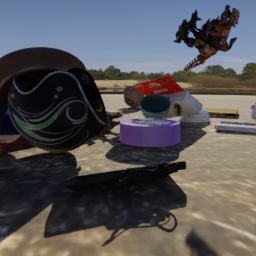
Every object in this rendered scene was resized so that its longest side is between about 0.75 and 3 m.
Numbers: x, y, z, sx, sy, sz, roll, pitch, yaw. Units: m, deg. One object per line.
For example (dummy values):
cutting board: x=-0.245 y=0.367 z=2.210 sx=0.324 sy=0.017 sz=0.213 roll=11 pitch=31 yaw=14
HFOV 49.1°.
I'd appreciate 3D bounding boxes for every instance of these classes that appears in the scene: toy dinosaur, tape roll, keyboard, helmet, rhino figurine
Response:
toy dinosaur: x=2.303 y=-2.659 z=8.503 sx=1.591 sy=2.344 sz=1.197 roll=37 pitch=28 yaw=6
tape roll: x=0.672 y=0.099 z=8.687 sx=1.859 sy=0.610 sz=1.859 roll=1 pitch=9 yaw=0
keyboard: x=0.033 y=0.908 z=4.808 sx=2.105 sy=0.417 sz=1.095 roll=-5 pitch=-13 yaw=-24
helmet: x=-1.829 y=-0.475 z=7.095 sx=2.141 sy=2.246 sz=2.246 roll=-24 pitch=5 yaw=10
rhino figurine: x=-1.059 y=-0.133 z=10.077 sx=0.942 sy=0.644 sz=2.154 roll=-5 pitch=7 yaw=34

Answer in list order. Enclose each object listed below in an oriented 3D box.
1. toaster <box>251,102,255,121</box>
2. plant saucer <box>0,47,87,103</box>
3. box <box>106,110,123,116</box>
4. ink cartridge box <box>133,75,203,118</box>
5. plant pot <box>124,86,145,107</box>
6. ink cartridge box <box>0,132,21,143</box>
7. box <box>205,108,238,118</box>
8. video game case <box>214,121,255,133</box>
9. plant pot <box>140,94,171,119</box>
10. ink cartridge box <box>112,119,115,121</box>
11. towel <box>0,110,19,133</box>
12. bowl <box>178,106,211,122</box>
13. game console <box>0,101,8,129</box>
toaster: x=5.813 y=-0.546 z=11.110 sx=1.141 sy=1.004 sz=1.767 roll=-7 pitch=29 yaw=-39
plant saucer: x=-2.596 y=-1.170 z=8.289 sx=2.934 sy=0.505 sz=2.934 roll=-15 pitch=-26 yaw=-8
box: x=-1.178 y=-0.828 z=15.642 sx=1.601 sy=0.332 sz=0.953 roll=7 pitch=11 yaw=26
ink cartridge box: x=1.693 y=-1.321 z=12.937 sx=2.316 sy=0.581 sz=2.668 roll=32 pitch=-19 yaw=-29
plant pot: x=0.355 y=-2.223 z=21.459 sx=1.916 sy=1.916 sz=0.884 roll=7 pitch=50 yaw=40
ink cartridge box: x=-3.744 y=0.294 z=8.861 sx=0.858 sy=0.265 sz=1.058 roll=7 pitch=2 yaw=43
box: x=5.306 y=-0.902 z=16.292 sx=1.992 sy=0.259 sz=2.437 roll=4 pitch=9 yaw=23
video game case: x=4.348 y=-0.054 z=10.970 sx=1.655 sy=0.193 sz=1.505 roll=5 pitch=11 yaw=25
plant pot: x=1.199 y=-0.754 z=12.448 sx=1.331 sy=0.891 sz=1.331 roll=-1 pitch=44 yaw=1
ink cartridge box: x=-1.445 y=-0.174 z=11.381 sx=1.448 sy=0.363 sz=1.165 roll=-6 pitch=10 yaw=-41
towel: x=-3.463 y=-0.142 z=9.529 sx=2.875 sy=0.712 sz=2.123 roll=2 pitch=11 yaw=-41
bowl: x=3.226 y=-0.714 z=13.628 sx=1.601 sy=0.720 sz=1.601 roll=-1 pitch=9 yaw=0
game console: x=-4.344 y=0.046 z=6.634 sx=2.261 sy=1.342 sz=1.948 roll=3 pitch=9 yaw=21
